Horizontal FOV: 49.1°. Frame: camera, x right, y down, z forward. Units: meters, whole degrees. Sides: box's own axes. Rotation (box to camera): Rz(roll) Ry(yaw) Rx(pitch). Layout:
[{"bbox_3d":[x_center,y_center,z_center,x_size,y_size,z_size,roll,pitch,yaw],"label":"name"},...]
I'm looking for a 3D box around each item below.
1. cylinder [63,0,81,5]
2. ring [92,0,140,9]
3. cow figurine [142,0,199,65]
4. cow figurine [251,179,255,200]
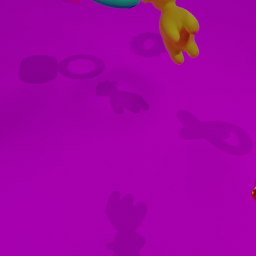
[{"bbox_3d":[-1.524,-3.536,6.315,1.139,1.139,1.139,15,19,-5],"label":"cylinder"},{"bbox_3d":[-0.394,-3.337,6.907,1.441,0.288,1.441,9,42,-8],"label":"ring"},{"bbox_3d":[0.915,-2.273,5.878,0.818,1.490,1.466,-24,58,3],"label":"cow figurine"},{"bbox_3d":[1.469,0.106,2.369,0.684,1.246,1.226,11,43,12],"label":"cow figurine"}]
